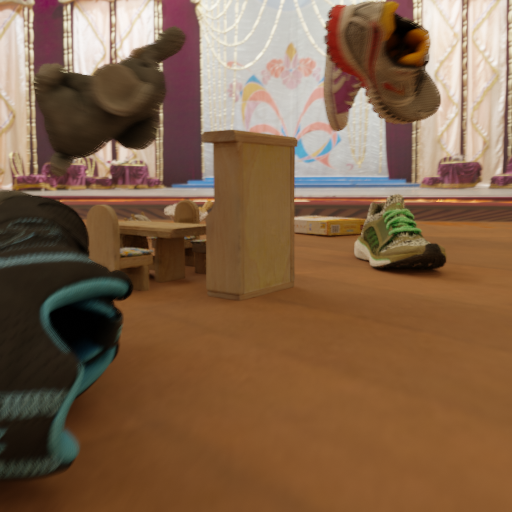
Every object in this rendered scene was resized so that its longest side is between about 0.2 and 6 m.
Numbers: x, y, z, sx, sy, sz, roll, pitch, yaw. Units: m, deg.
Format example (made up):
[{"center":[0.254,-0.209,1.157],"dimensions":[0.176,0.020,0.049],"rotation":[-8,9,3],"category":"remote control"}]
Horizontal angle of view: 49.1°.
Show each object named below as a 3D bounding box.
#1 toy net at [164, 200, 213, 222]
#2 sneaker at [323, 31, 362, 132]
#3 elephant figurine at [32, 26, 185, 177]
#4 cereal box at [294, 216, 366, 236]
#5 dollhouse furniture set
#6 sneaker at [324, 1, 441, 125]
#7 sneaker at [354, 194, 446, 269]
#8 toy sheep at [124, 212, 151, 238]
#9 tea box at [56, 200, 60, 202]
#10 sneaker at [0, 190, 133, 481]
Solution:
[{"center":[-1.131,-1.074,16.495],"dimensions":[3.245,0.627,1.702],"rotation":[-8,32,-33],"category":"toy net"},{"center":[2.061,-3.637,11.214],"dimensions":[1.321,2.317,0.840],"rotation":[8,23,20],"category":"sneaker"},{"center":[-1.731,-2.016,7.151],"dimensions":[1.887,1.464,1.335],"rotation":[-10,23,-1],"category":"elephant figurine"},{"center":[1.713,-0.797,14.565],"dimensions":[1.489,0.409,2.069],"rotation":[-5,9,-35],"category":"cereal box"},{"center":[-0.941,-0.563,7.137],"dimensions":[2.730,1.814,2.393],"rotation":[5,9,36],"category":"dollhouse furniture set"},{"center":[2.478,-3.216,9.681],"dimensions":[1.282,1.215,3.122],"rotation":[7,-10,42],"category":"sneaker"},{"center":[2.122,-0.398,8.673],"dimensions":[0.958,1.104,2.491],"rotation":[-1,7,-10],"category":"sneaker"},{"center":[-2.681,-0.656,12.751],"dimensions":[0.630,0.630,0.913],"rotation":[3,13,25],"category":"toy sheep"},{"center":[-4.693,-0.575,10.453],"dimensions":[1.502,1.004,1.478],"rotation":[6,9,38],"category":"tea box"},{"center":[-1.361,0.357,3.363],"dimensions":[1.283,1.147,3.132],"rotation":[4,17,-5],"category":"sneaker"}]
